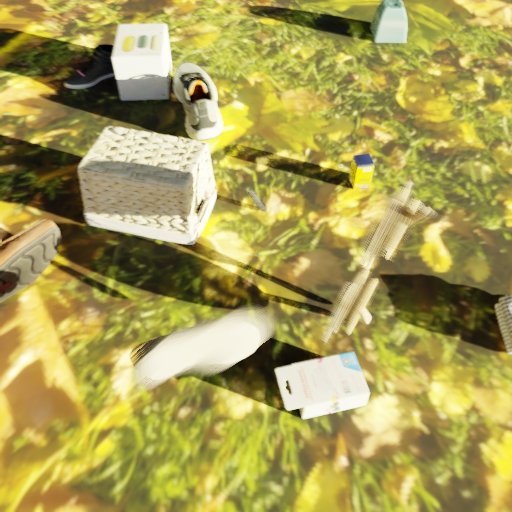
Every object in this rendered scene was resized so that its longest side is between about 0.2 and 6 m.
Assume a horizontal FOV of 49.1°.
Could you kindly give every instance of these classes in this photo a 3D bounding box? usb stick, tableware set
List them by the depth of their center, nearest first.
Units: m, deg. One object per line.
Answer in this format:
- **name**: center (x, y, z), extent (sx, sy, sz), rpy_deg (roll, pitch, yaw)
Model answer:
- **tableware set**: center (2.072, 0.208, 9.323), extent (0.558, 2.783, 1.840), rpy_deg (28, 26, 14)
- **usb stick**: center (0.013, -1.221, 12.274), extent (0.095, 0.583, 0.162), rpy_deg (-29, 25, 19)

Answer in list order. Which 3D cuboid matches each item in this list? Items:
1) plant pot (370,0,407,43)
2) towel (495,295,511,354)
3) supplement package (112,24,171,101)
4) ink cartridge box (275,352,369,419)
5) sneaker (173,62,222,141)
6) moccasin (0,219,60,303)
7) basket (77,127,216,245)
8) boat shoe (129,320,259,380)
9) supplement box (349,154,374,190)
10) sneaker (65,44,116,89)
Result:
- **plant pot**: center (4.095, -7.204, 17.079), extent (0.978, 0.996, 0.975), rpy_deg (1, 49, 1)
- **towel**: center (5.131, 1.243, 10.142), extent (1.310, 0.560, 1.084), rpy_deg (0, 50, 0)
- **supplement package**: center (-3.056, -5.270, 15.212), extent (1.315, 1.305, 1.733), rpy_deg (-2, 50, -2)
- **ink cartridge box**: center (1.070, 2.191, 9.383), extent (1.407, 0.477, 0.810), rpy_deg (-10, 50, -8)
- **sneaker**: center (-1.509, -4.263, 14.454), extent (1.102, 1.182, 2.981), rpy_deg (-13, 49, -9)
- **moccasin**: center (-5.182, 0.354, 10.606), extent (1.253, 1.187, 3.246), rpy_deg (39, 69, 18)
- **basket**: center (-2.285, -1.531, 11.844), extent (2.555, 1.576, 1.732), rpy_deg (10, 50, 10)
- **boat shoe**: center (-0.860, 1.267, 8.051), extent (1.999, 0.668, 0.570), rpy_deg (-8, 12, -39)
- **supplement box**: center (2.387, -1.908, 12.726), extent (0.395, 0.722, 0.393), rpy_deg (-7, 50, -6)
- **sneaker**: center (-4.543, -5.299, 15.515), extent (1.805, 0.895, 0.638), rpy_deg (-30, 57, -22)
